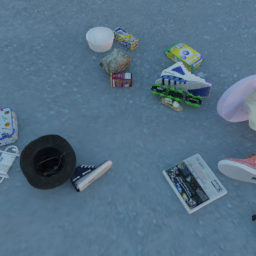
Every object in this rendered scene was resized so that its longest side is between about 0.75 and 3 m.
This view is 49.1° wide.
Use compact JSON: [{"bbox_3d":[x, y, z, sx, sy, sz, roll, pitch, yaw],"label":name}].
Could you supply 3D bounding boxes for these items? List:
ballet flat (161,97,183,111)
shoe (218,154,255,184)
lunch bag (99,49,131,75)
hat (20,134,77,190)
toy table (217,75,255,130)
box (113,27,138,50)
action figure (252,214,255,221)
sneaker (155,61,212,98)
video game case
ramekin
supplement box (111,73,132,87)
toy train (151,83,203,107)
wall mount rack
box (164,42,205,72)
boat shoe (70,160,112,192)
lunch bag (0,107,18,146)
[{"bbox_3d":[1.813,-1.005,11.571,0.995,0.325,0.351,24,59,16],"label":"ballet flat"},{"bbox_3d":[4.297,1.274,9.753,2.294,0.819,1.043,16,55,4],"label":"shoe"},{"bbox_3d":[-0.569,-2.982,12.608,1.022,0.849,1.218,35,62,20],"label":"lunch bag"},{"bbox_3d":[-2.684,1.249,9.751,2.010,0.811,2.010,0,63,1],"label":"hat"},{"bbox_3d":[4.975,-0.737,10.236,2.921,2.685,1.710,-24,42,-15],"label":"toy table"},{"bbox_3d":[-0.145,-4.427,13.852,0.481,0.442,1.374,-38,64,-22],"label":"box"},{"bbox_3d":[4.281,3.091,8.664,0.578,0.497,0.973,-12,54,-21],"label":"action figure"},{"bbox_3d":[2.445,-2.205,12.016,2.362,0.954,1.364,11,58,9],"label":"sneaker"},{"bbox_3d":[2.279,1.866,9.682,1.540,0.198,1.694,-23,60,-16],"label":"video game case"},{"bbox_3d":[-1.347,-4.269,13.631,1.343,0.626,1.343,0,56,-1],"label":"ramekin"},{"bbox_3d":[-0.282,-2.097,12.195,0.932,0.514,0.399,0,58,-1],"label":"supplement box"},{"bbox_3d":[2.010,-1.347,11.622,2.207,0.622,0.460,19,91,12],"label":"toy train"},{"bbox_3d":[-4.690,1.132,9.936,1.401,0.601,1.613,11,55,7],"label":"wall mount rack"},{"bbox_3d":[2.628,-3.439,13.202,1.008,0.415,1.717,-36,61,-23],"label":"box"},{"bbox_3d":[-1.332,1.458,9.708,1.547,0.578,0.717,-36,70,-21],"label":"boat shoe"},{"bbox_3d":[-4.925,-0.009,10.743,1.247,0.588,1.557,-14,56,-7],"label":"lunch bag"}]
